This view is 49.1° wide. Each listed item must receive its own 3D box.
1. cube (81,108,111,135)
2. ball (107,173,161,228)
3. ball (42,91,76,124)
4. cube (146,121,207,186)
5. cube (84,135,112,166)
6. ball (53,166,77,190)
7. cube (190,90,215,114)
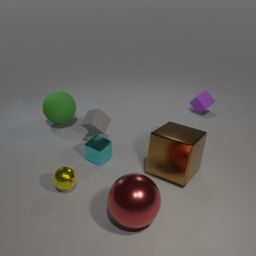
[{"bbox_3d":[-1.194,-0.233,10.548,0.700,0.700,0.700,-4,54,45],"label":"cube"},{"bbox_3d":[0.161,1.882,7.317,1.400,1.400,1.400,0,29,0],"label":"ball"},{"bbox_3d":[-2.934,-0.890,11.999,1.400,1.400,1.400,0,29,0],"label":"ball"},{"bbox_3d":[1.574,0.764,9.105,1.400,1.400,1.400,18,25,28],"label":"cube"},{"bbox_3d":[-1.037,0.782,9.908,0.700,0.700,0.700,21,40,26],"label":"cube"},{"bbox_3d":[-1.910,1.510,8.465,0.700,0.700,0.700,0,29,0],"label":"ball"},{"bbox_3d":[3.492,-1.225,13.159,0.700,0.700,0.700,-38,-1,-23],"label":"cube"}]
